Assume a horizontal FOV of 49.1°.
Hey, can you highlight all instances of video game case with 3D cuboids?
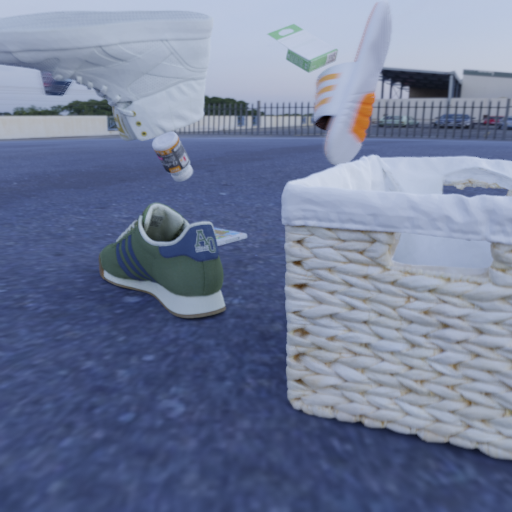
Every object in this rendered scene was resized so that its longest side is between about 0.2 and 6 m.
[{"bbox_3d":[-0.909,-0.424,12.061,1.066,0.118,0.970,12,19,38],"label":"video game case"}]

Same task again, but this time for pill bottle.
[{"bbox_3d":[-1.760,-2.102,11.954,0.579,0.995,0.579,-13,46,13],"label":"pill bottle"}]

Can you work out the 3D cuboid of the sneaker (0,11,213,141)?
[{"bbox_3d":[-2.202,-2.490,8.142,3.294,1.904,1.214,-10,37,-23],"label":"sneaker"}]

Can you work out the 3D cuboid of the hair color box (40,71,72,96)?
[{"bbox_3d":[-3.633,-3.482,9.975,0.335,1.106,0.547,-8,-10,-38],"label":"hair color box"}]

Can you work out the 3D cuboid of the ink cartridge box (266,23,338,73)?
[{"bbox_3d":[0.746,-3.463,9.308,1.010,0.242,0.735,38,53,24],"label":"ink cartridge box"}]

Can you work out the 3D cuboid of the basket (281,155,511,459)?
[{"bbox_3d":[1.945,0.250,5.487,2.758,2.238,2.783,7,16,25],"label":"basket"}]

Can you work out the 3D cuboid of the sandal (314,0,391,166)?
[{"bbox_3d":[1.534,-2.926,9.521,0.864,3.016,1.155,13,-13,26],"label":"sandal"}]

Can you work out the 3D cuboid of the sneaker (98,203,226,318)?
[{"bbox_3d":[-1.496,-0.146,8.556,1.043,1.397,3.112,-12,19,-37],"label":"sneaker"}]
